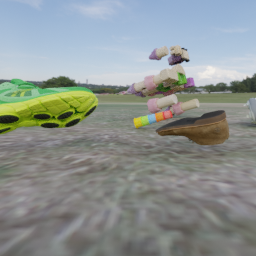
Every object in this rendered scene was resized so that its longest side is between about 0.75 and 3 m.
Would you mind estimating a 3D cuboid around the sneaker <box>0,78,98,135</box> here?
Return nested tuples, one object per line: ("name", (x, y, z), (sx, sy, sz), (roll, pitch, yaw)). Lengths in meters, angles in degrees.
("sneaker", (-1.552, -0.451, 4.425), (2.130, 0.890, 0.789), (-6, -32, 0))

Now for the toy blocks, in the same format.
("toy blocks", (1.280, -1.870, 11.924), (2.342, 2.782, 2.600), (-16, -11, 38))

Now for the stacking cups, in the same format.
("stacking cups", (0.704, -0.263, 7.923), (1.077, 0.326, 0.326), (-15, 0, 21))

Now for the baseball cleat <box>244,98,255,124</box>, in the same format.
("baseball cleat", (4.494, -0.689, 8.937), (1.278, 0.837, 2.401), (-14, 4, 29))

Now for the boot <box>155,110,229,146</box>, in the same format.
("boot", (1.053, 0.083, 4.779), (1.380, 0.521, 0.508), (-9, 18, 47))
